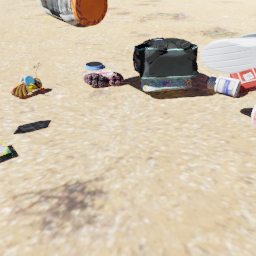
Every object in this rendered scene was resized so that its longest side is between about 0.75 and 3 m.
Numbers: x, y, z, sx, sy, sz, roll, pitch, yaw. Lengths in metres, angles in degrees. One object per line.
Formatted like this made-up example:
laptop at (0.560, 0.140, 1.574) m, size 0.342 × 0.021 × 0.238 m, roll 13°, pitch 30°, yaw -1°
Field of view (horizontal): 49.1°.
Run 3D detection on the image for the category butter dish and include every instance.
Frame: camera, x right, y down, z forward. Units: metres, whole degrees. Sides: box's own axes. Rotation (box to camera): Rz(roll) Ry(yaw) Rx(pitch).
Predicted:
butter dish at (4.464, -1.973, 11.038) m, size 1.106 × 0.817 × 1.103 m, roll -15°, pitch 75°, yaw -13°

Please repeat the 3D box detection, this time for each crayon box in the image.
crayon box at (-3.424, 0.606, 7.362) m, size 0.488 × 0.200 × 0.777 m, roll -22°, pitch 38°, yaw -32°

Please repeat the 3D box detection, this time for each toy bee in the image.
toy bee at (-3.550, -1.606, 10.470) m, size 1.582 × 0.860 × 1.035 m, roll -45°, pitch 27°, yaw -9°

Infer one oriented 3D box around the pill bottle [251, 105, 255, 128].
pill bottle at (4.309, 0.180, 6.873) m, size 1.446 × 1.446 × 2.595 m, roll -3°, pitch 32°, yaw -5°

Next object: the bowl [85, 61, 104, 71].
bowl at (-1.575, -2.913, 13.082) m, size 0.877 × 0.172 × 0.877 m, roll 0°, pitch 32°, yaw 0°

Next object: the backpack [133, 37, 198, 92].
backpack at (1.297, -2.455, 10.579) m, size 2.256 × 1.968 × 2.567 m, roll -8°, pitch 29°, yaw -6°

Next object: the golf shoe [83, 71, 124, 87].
golf shoe at (-1.019, -1.992, 11.254) m, size 1.625 × 0.590 × 0.748 m, roll -1°, pitch 26°, yaw -18°

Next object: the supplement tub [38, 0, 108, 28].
supplement tub at (-1.689, -3.896, 8.541) m, size 1.401 × 1.401 × 2.286 m, roll -22°, pitch 39°, yaw -31°

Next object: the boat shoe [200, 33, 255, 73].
boat shoe at (3.100, -1.945, 7.118) m, size 2.431 × 0.876 × 0.862 m, roll 7°, pitch 34°, yaw 38°

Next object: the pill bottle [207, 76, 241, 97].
pill bottle at (3.585, -1.598, 10.501) m, size 1.080 × 0.646 × 0.646 m, roll 21°, pitch 37°, yaw 30°
